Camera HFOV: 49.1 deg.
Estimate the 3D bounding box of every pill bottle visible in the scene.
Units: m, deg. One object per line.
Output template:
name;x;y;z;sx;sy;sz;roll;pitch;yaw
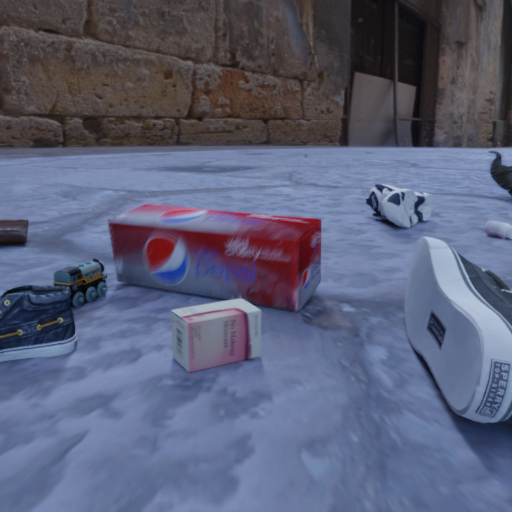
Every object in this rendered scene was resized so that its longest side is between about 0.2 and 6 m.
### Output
pill bottle;4.925;-0.518;11.272;0.311;0.311;0.548;-9;17;-32

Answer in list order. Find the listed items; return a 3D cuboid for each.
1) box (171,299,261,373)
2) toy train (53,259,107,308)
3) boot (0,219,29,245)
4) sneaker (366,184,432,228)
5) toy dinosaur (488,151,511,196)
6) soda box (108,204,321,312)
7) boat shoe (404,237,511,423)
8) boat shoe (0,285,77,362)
box;-0.397;0.778;5.587;0.811;0.519;0.442;-8;16;-28
toy train;-2.283;0.349;7.336;0.382;0.511;0.897;7;16;22
boot;-5.381;-0.526;10.720;1.805;0.580;1.682;-13;32;-33
sneaker;2.999;-1.168;12.793;1.403;0.860;2.155;9;16;36
toy dinosaur;7.396;-2.276;16.524;2.243;0.863;1.147;27;7;-17
soda box;-0.581;-0.060;7.690;2.870;1.005;0.910;7;22;24
boat shoe;2.086;0.638;5.409;0.867;1.051;3.063;10;19;2
boat shoe;-2.609;0.681;5.602;1.534;0.696;0.543;-6;15;-22
